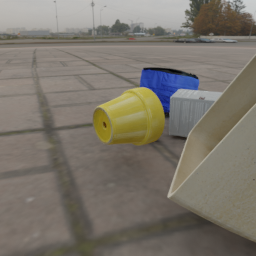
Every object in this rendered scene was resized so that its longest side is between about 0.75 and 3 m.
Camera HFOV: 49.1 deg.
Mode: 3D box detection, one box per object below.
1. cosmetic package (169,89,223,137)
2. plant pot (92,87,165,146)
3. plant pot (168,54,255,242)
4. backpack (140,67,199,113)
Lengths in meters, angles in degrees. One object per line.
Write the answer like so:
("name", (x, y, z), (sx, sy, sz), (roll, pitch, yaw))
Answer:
("cosmetic package", (2.688, -0.344, 7.919), (2.830, 1.276, 1.512), (4, 17, 18))
("plant pot", (-0.055, -0.168, 6.093), (1.203, 1.279, 1.279), (-16, 25, -34))
("plant pot", (2.527, 0.207, 3.991), (2.405, 2.716, 2.713), (37, 25, 4))
("backpack", (1.537, -1.315, 9.954), (1.860, 1.561, 1.511), (10, 12, 28))
